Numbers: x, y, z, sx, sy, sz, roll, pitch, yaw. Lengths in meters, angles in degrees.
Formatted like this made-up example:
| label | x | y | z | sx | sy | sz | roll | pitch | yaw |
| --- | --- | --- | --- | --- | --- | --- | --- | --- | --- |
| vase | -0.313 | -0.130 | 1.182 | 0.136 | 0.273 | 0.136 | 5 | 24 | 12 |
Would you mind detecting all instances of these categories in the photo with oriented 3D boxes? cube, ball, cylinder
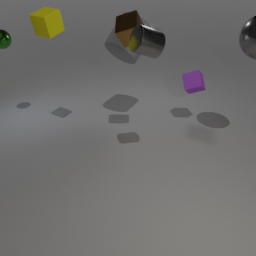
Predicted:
| label | x | y | z | sx | sy | sz | roll | pitch | yaw |
| --- | --- | --- | --- | --- | --- | --- | --- | --- | --- |
| cube | 2.676 | -1.863 | 11.374 | 0.700 | 0.700 | 0.700 | -13 | -12 | 26 |
| ball | 4.222 | -2.840 | 8.758 | 1.400 | 1.400 | 1.400 | 0 | 29 | 0 |
| cylinder | 0.489 | -2.219 | 7.221 | 0.700 | 0.700 | 0.700 | 8 | 23 | -30 |
| cylinder | 0.028 | -3.442 | 10.807 | 1.400 | 1.400 | 1.400 | 30 | -6 | 3 |
| cube | 0.066 | -3.030 | 8.609 | 0.700 | 0.700 | 0.700 | -9 | 63 | 22 |
| cube | -2.612 | -3.416 | 9.076 | 0.700 | 0.700 | 0.700 | 20 | 49 | 27 |
| ball | -4.726 | -3.313 | 10.460 | 0.700 | 0.700 | 0.700 | 0 | 29 | 0 |
